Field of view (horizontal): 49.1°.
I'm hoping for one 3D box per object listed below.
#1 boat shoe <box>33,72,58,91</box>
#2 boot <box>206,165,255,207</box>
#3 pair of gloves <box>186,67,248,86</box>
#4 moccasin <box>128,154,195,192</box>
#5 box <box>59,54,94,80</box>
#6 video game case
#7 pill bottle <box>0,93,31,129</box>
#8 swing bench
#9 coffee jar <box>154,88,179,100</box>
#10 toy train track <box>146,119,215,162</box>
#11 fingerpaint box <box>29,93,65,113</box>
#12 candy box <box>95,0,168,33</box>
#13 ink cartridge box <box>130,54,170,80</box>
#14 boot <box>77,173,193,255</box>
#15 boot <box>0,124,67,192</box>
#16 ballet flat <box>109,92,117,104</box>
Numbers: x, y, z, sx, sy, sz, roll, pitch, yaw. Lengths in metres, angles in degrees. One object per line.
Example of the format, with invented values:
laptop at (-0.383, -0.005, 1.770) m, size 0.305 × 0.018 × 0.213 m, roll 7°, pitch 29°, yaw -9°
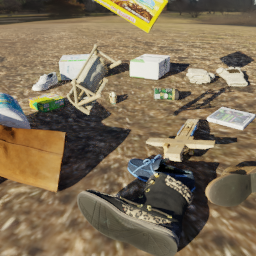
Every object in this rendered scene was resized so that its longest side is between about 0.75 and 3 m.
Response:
boat shoe at (-3.702, -2.119, 12.589) m, size 0.603 × 0.574 × 1.675 m, roll 11°, pitch 27°, yaw 21°
boot at (2.118, 1.130, 5.754) m, size 1.755 × 0.646 × 0.662 m, roll -8°, pitch 11°, yaw -33°
pair of gloves at (4.298, -2.639, 13.824) m, size 2.776 × 0.487 × 2.361 m, roll 5°, pitch 26°, yaw 12°
moccasin at (0.736, 0.897, 6.156) m, size 1.619 × 0.552 × 0.651 m, roll 14°, pitch 28°, yaw 27°
box at (-2.512, -3.131, 14.356) m, size 1.731 × 0.948 × 1.961 m, roll -4°, pitch 24°, yaw -4°
video game case at (3.438, -0.348, 9.302) m, size 1.170 × 0.150 × 1.287 m, roll 18°, pitch 31°, yaw 35°
pill bottle at (-3.525, -0.242, 7.790) m, size 1.237 × 1.237 × 2.232 m, roll -13°, pitch 28°, yaw -25°
swing bench at (-0.786, -1.023, 6.110) m, size 0.683 × 1.052 × 1.047 m, roll 31°, pitch 63°, yaw -11°
coffee jar at (1.534, -1.351, 11.127) m, size 0.987 × 0.421 × 0.515 m, roll 3°, pitch 25°, yaw 6°
toy train track at (1.523, 0.361, 7.531) m, size 1.653 × 0.469 × 2.882 m, roll 2°, pitch 19°, yaw 22°
fingerpaint box at (-2.969, -0.935, 10.307) m, size 0.819 × 0.360 × 0.981 m, roll 19°, pitch 31°, yaw 34°
candy box at (-0.147, -4.241, 8.933) m, size 2.641 × 0.349 × 1.350 m, roll 31°, pitch 67°, yaw -2°
ink cartridge box at (1.190, -3.238, 14.625) m, size 1.522 × 0.878 × 2.083 m, roll 10°, pitch 27°, yaw 21°
boot at (0.193, 1.341, 5.042) m, size 1.875 × 0.686 × 1.412 m, roll 16°, pitch 30°, yaw 23°
boot at (-2.929, 0.949, 5.729) m, size 2.994 × 1.025 × 2.819 m, roll 15°, pitch 42°, yaw -9°
ballet flat at (-0.570, -1.237, 11.024) m, size 0.328 × 0.304 × 0.931 m, roll -5°, pitch 25°, yaw -9°
